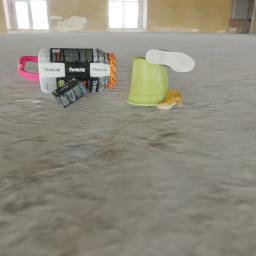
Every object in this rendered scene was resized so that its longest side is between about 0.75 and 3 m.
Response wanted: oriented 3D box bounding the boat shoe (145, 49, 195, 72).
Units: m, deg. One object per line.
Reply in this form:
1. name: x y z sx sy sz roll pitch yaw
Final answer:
1. boat shoe: 1.299 -2.157 8.833 1.587 0.586 0.479 8 23 -6

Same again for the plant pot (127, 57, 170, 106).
1. plant pot: 0.777 -1.776 10.176 1.718 1.580 1.718 -2 20 1

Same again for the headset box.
1. headset box: -1.970 -1.239 9.646 1.061 0.492 0.924 -35 28 -13

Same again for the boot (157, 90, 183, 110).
1. boot: 1.395 -0.985 9.615 0.929 0.327 0.665 -5 55 -5

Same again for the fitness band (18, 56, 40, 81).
1. fitness band: -4.372 -2.950 13.934 2.027 0.528 2.823 8 26 -20

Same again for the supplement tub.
1. supplement tub: -1.980 -2.278 11.164 2.880 1.764 1.764 -3 23 -10
